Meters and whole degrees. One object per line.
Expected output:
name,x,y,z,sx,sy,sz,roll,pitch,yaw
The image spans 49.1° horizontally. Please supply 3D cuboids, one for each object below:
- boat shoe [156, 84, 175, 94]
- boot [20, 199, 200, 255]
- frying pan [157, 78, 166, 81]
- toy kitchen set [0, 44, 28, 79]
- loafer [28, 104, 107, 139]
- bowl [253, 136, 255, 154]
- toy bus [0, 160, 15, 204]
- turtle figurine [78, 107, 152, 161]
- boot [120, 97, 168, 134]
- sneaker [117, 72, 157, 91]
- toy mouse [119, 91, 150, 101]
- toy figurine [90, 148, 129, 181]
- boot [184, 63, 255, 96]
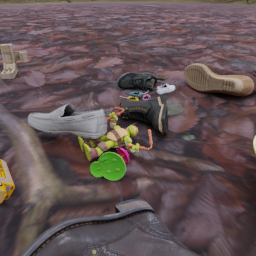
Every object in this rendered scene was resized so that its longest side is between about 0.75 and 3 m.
boat shoe,1.519,-1.585,11.060,0.928,0.303,0.341,-23,36,-34
boot,0.142,2.174,3.647,2.938,1.017,2.558,-18,33,-33
frying pan,0.937,-2.191,12.225,1.432,0.233,0.866,5,30,5
toy kitchen set,-5.140,-3.016,12.589,1.052,1.289,1.163,-5,29,-8
loafer,-1.616,-0.263,7.385,2.269,0.792,0.794,6,17,15
bowl,3.698,1.051,5.407,2.643,1.240,2.643,1,29,0
toy bus,-2.787,1.131,5.970,0.500,0.416,1.277,27,8,-41
turtle figurine,-0.426,0.228,7.458,1.689,0.674,2.094,-20,43,-19
boot,0.419,-0.354,8.496,1.558,0.872,2.252,-2,16,5
sneaker,0.439,-1.849,11.180,1.684,0.644,0.965,-7,23,-24
toy mouse,0.459,-1.111,10.294,1.172,0.227,1.042,19,35,29
toy figurine,-0.337,0.801,6.709,0.912,0.685,0.839,-17,7,23
boot,3.950,-1.889,11.283,2.384,1.037,2.866,-6,25,-36
